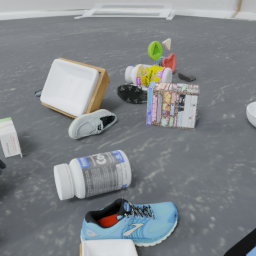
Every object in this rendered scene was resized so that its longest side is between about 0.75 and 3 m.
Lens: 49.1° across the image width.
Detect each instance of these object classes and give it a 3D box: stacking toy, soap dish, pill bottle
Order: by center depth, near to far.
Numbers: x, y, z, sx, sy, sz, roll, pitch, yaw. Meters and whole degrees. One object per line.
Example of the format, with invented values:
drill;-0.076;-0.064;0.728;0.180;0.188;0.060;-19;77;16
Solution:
soap dish;-0.380;2.713;5.687;1.187;0.482;0.934;3;11;-11
pill bottle;-0.984;1.302;7.737;1.929;1.097;1.097;-10;31;-23
soap dish;-2.266;-1.649;12.034;2.874;2.261;1.167;21;2;33
pill bottle;1.062;-2.694;14.792;2.328;1.213;1.213;12;32;23
stacking toy;1.649;-3.986;16.269;1.008;2.159;2.385;13;31;44

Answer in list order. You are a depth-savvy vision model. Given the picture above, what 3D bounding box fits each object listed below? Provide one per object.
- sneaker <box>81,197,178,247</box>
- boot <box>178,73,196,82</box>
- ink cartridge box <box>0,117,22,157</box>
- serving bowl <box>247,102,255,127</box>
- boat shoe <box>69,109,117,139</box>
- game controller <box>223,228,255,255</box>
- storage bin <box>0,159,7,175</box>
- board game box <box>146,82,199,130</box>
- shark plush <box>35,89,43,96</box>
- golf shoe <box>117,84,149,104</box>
sneaker;0.092;2.115;6.442;2.372;1.067;0.930;-10;31;-17
boot;3.407;-2.941;16.185;0.630;0.334;0.956;-20;46;-36
ink cartridge box;-4.111;0.372;9.671;0.520;0.904;1.544;-15;32;-24
serving bowl;5.792;-0.335;11.133;2.141;0.704;2.141;1;29;0
boat shoe;-1.271;-0.165;10.760;0.794;0.778;2.229;15;30;33
game controller;3.248;2.707;5.920;2.694;0.567;1.405;-20;35;-30
storage bin;-4.900;1.419;7.206;2.718;1.978;1.825;6;58;10
board game box;1.788;-0.922;11.287;1.967;1.568;0.953;6;29;10
shark plush;-3.241;-1.727;13.429;2.870;1.304;1.195;9;61;7
golf shoe;0.644;-1.643;13.450;2.340;0.910;1.105;10;19;6
